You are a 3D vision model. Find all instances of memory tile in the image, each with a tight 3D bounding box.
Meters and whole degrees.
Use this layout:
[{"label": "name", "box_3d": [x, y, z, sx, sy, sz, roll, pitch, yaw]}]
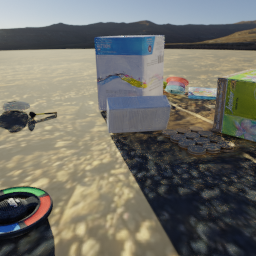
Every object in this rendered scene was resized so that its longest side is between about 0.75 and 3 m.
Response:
[{"label": "memory tile", "box_3d": [1.851, 0.313, 7.562, 1.345, 0.147, 1.754, -7, 20, -20]}]

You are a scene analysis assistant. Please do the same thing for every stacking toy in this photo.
[{"label": "stacking toy", "box_3d": [1.768, -1.825, 13.341, 2.144, 0.906, 1.941, 10, -5, 18]}]

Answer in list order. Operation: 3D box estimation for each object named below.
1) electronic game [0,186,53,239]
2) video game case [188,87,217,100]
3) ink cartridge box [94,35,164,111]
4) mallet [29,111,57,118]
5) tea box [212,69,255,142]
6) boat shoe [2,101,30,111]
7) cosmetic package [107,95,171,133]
[{"label": "electronic game", "box_3d": [-1.879, 1.311, 4.497, 1.313, 0.273, 1.313, 0, 19, 0]}, {"label": "video game case", "box_3d": [3.528, -1.638, 13.114, 1.368, 0.170, 1.911, 4, 19, 12]}, {"label": "ink cartridge box", "box_3d": [0.121, -2.039, 10.458, 1.942, 2.659, 1.951, 8, 21, 26]}, {"label": "mallet", "box_3d": [-3.021, -0.510, 9.930, 0.969, 0.199, 0.319, -9, 17, -38]}, {"label": "tea box", "box_3d": [4.154, -0.685, 8.075, 2.452, 1.665, 2.492, 16, 25, 40]}, {"label": "boat shoe", "box_3d": [-4.182, -0.854, 10.563, 1.036, 0.370, 0.310, -4, 24, 2]}, {"label": "cosmetic package", "box_3d": [0.284, -0.416, 8.271, 1.780, 0.903, 0.634, -3, 41, -9]}]
